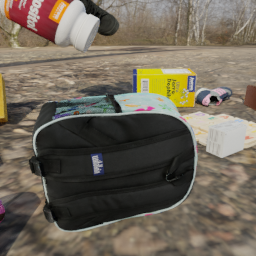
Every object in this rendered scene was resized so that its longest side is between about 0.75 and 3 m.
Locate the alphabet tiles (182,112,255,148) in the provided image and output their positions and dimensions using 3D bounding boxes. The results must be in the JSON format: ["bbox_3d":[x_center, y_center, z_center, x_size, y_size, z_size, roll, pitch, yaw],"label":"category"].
[{"bbox_3d":[2.708,-0.024,8.394,2.552,0.190,2.609,-13,23,-33],"label":"alphabet tiles"}]

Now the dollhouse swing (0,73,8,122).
[{"bbox_3d":[-5.462,-0.517,9.346,2.683,2.358,2.438,-7,62,-19],"label":"dollhouse swing"}]

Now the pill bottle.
[{"bbox_3d":[-2.166,-3.260,8.075,2.534,1.431,1.431,27,20,-5],"label":"pill bottle"}]

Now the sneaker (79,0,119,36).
[{"bbox_3d":[-1.369,-3.829,8.985,2.391,0.718,1.247,44,11,33],"label":"sneaker"}]

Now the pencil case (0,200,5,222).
[{"bbox_3d":[-2.239,1.474,3.185,0.982,0.952,2.097,-39,15,17],"label":"pencil case"}]

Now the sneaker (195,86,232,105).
[{"bbox_3d":[3.572,-1.187,11.213,1.938,0.680,0.795,-9,45,-27],"label":"sneaker"}]

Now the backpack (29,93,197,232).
[{"bbox_3d":[-0.138,0.421,4.436,2.277,2.021,1.714,-6,25,-2],"label":"backpack"}]

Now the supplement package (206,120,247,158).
[{"bbox_3d":[2.426,0.254,6.896,0.873,0.680,0.484,-13,24,-32],"label":"supplement package"}]

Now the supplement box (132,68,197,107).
[{"bbox_3d":[1.374,-1.614,11.130,2.392,1.310,1.302,0,21,2],"label":"supplement box"}]

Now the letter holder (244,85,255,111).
[{"bbox_3d":[4.973,-1.147,10.507,0.608,0.860,1.210,-2,20,-6],"label":"letter holder"}]
